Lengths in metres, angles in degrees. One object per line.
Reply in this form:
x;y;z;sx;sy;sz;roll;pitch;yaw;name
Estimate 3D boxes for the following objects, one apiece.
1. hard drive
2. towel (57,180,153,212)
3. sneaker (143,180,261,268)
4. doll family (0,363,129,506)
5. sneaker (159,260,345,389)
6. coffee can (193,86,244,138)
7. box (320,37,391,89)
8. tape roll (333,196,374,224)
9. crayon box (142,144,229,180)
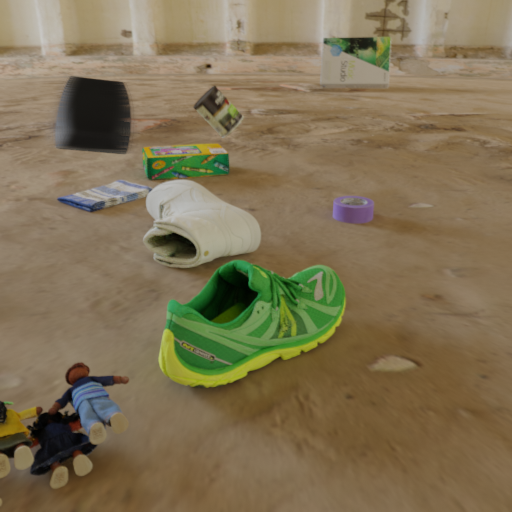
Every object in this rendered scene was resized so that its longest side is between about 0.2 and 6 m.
-2.127;-1.888;7.364;0.945;0.296;1.401;3;47;-14;hard drive
-3.700;-1.521;13.849;1.418;0.230;1.930;17;28;36;towel
-1.578;-0.673;10.690;3.036;1.118;1.754;22;28;40;sneaker
-2.195;1.714;5.593;1.956;0.768;1.131;-8;19;-31;doll family
0.133;0.646;7.299;1.149;1.296;3.101;20;29;41;sneaker
-0.900;-3.455;13.464;0.738;1.009;0.738;-38;24;20;coffee can
1.975;-3.833;11.128;1.351;0.975;0.245;3;-4;9;box
2.167;-1.036;12.501;0.887;0.377;0.887;0;24;0;tape roll
-2.049;-2.739;16.151;2.314;0.674;1.374;-6;24;-14;crayon box
